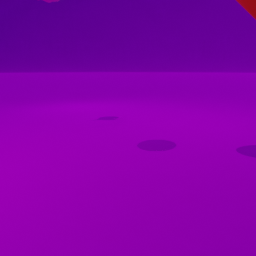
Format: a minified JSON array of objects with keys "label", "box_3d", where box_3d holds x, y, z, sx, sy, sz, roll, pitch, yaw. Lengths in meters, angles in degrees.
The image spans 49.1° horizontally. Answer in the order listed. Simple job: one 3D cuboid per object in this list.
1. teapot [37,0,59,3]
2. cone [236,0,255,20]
[{"label":"teapot","box_3d":[-2.000,-3.794,7.563,0.571,1.166,0.725,34,-7,-35]},{"label":"cone","box_3d":[1.965,-1.898,4.094,1.098,1.102,1.098,-13,-1,0]}]
